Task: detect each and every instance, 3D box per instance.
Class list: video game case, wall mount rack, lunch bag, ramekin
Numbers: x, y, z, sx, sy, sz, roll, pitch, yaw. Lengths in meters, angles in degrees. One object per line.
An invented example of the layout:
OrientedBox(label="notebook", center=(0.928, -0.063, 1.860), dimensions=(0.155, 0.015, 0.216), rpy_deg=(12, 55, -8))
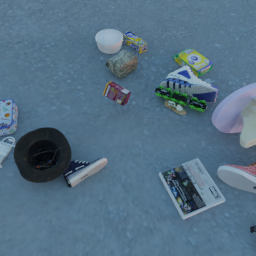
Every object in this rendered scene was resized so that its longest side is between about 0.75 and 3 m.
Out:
OrientedBox(label="video game case", center=(2.066, 1.935, 9.193), dimensions=(1.540, 0.198, 1.694), rpy_deg=(-18, 55, -14))
OrientedBox(label="wall mount rack", center=(-4.811, 0.735, 9.860), dimensions=(1.401, 0.601, 1.613), rpy_deg=(14, 53, 11))
OrientedBox(label="lunch bag", center=(-0.276, -2.920, 12.530), dimensions=(1.218, 0.849, 1.022), rpy_deg=(-38, 63, -26))
OrientedBox(label="lunch bag", center=(-4.922, -0.370, 10.740), dimensions=(1.247, 0.588, 1.557), rpy_deg=(-9, 52, -5))
OrientedBox(label="ramekin", center=(-0.906, -4.195, 13.662), dimensions=(1.343, 0.626, 1.343), rpy_deg=(0, 52, -1))

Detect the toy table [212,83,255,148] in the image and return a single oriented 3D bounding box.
OrientedBox(label="toy table", center=(4.662, -0.332, 9.655), dimensions=(2.921, 2.685, 1.710), rpy_deg=(-29, 39, 1))

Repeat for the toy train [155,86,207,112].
OrientedBox(label="toy train", center=(2.127, -1.171, 11.318), dimensions=(2.207, 0.622, 0.460), rpy_deg=(22, 89, 16))

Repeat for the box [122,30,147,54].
OrientedBox(label="box", center=(0.314, -4.256, 13.826), dimensions=(0.481, 0.442, 1.374), rpy_deg=(-32, 59, -22))

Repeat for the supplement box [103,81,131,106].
OrientedBox(label="supplement box", center=(-0.410, -1.310, 10.626), dimensions=(0.932, 0.514, 0.399), rpy_deg=(29, 34, 9))

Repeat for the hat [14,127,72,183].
OrientedBox(label="hat", center=(-2.814, 0.996, 9.546), dimensions=(2.010, 0.811, 2.010), rpy_deg=(0, 63, -1))

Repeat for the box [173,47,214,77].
OrientedBox(label="box", center=(2.972, -3.118, 12.974), dimensions=(1.008, 0.415, 1.717), rpy_deg=(-31, 57, -22))

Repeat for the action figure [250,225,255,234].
OrientedBox(label="action figure", center=(3.921, 3.234, 8.003), dimensions=(0.578, 0.497, 0.973), rpy_deg=(-7, 50, -19))

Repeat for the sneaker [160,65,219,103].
OrientedBox(label="sneaker", center=(2.642, -1.971, 11.734), dimensions=(2.362, 0.954, 1.364), rpy_deg=(14, 56, 13))

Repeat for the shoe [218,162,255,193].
OrientedBox(label="shoe", center=(4.122, 1.489, 9.187), dimensions=(2.294, 0.819, 1.043), rpy_deg=(19, 53, 8))

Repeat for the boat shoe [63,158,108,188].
OrientedBox(label="boat shoe", center=(-1.501, 1.279, 9.435), dimensions=(1.547, 0.578, 0.717), rpy_deg=(-30, 66, -20))

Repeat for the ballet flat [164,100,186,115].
OrientedBox(label="ballet flat", center=(1.903, -0.846, 11.258), dimensions=(0.995, 0.325, 0.351), rpy_deg=(28, 57, 20))
